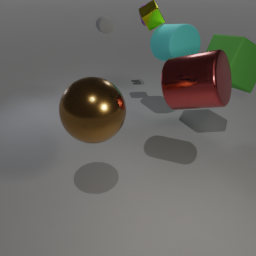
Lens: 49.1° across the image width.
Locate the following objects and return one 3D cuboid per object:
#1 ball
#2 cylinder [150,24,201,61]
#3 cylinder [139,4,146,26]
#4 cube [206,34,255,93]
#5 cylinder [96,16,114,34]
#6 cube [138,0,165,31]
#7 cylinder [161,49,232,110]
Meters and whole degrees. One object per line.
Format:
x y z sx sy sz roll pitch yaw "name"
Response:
-0.738 -0.371 5.902 1.400 1.400 1.400 0 28 0 "ball"
1.780 -3.212 10.668 1.400 1.400 1.400 -13 23 -23 "cylinder"
0.906 -5.191 12.876 0.700 0.700 0.700 -6 62 -11 "cylinder"
3.511 -2.184 9.441 1.400 1.400 1.400 16 13 -31 "cube"
-1.027 -4.611 12.520 0.700 0.700 0.700 -9 27 -16 "cylinder"
0.919 -4.367 10.870 0.700 0.700 0.700 -27 49 17 "cube"
1.783 -1.202 7.229 1.400 1.400 1.400 -1 23 35 "cylinder"
